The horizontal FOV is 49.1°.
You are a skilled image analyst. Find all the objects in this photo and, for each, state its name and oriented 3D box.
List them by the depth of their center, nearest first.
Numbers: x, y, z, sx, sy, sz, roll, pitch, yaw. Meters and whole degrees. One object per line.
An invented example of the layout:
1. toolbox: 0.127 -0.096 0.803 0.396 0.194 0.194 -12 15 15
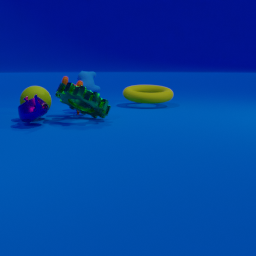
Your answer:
1. teapot: -2.555 -0.545 7.467 0.809 0.637 1.300 -35 10 -37
2. gear: -1.298 -0.770 8.130 1.595 0.295 1.595 19 -16 6
3. ball: -2.756 -0.803 8.373 0.903 0.903 0.903 0 12 0
4. cow figurine: -1.764 -1.021 9.033 1.085 1.067 0.595 15 17 -15
5. cow figurine: -1.594 -1.435 9.908 0.693 1.263 1.243 -19 -7 42
6. ring: 0.820 -1.409 11.488 2.068 0.414 2.068 1 19 0
